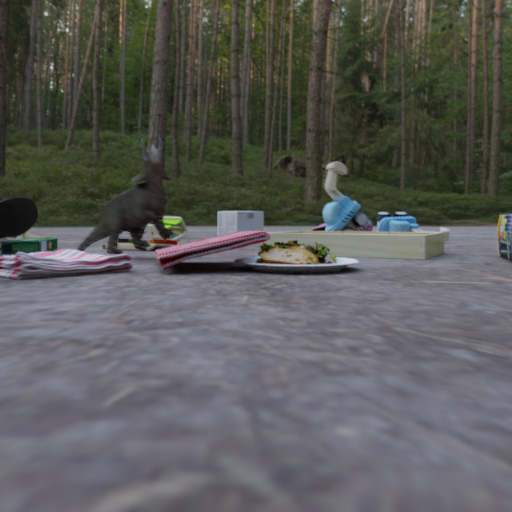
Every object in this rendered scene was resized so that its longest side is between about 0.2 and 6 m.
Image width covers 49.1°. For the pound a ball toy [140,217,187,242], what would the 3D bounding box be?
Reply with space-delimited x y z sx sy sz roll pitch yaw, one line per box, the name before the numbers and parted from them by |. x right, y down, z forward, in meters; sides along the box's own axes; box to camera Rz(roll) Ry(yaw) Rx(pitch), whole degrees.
pound a ball toy | -2.983 -0.674 17.468 1.115 0.726 1.710 -31 19 -27

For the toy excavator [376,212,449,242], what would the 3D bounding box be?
toy excavator | 4.683 -0.727 16.990 1.771 0.910 1.821 -3 17 -10

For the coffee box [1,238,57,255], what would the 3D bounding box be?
coffee box | -4.942 -0.219 12.298 0.834 0.298 1.357 -2 5 -6

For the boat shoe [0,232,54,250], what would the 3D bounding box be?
boat shoe | -5.805 -0.460 13.353 1.965 0.638 0.709 -1 4 -11

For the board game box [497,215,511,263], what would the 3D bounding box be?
board game box | 5.790 -0.293 9.209 3.111 0.882 2.572 1 3 16

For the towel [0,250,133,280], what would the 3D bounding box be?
towel | -3.064 0.049 8.173 1.667 0.341 2.278 -3 5 -43

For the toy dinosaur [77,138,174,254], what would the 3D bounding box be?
toy dinosaur | -2.282 -0.783 10.339 2.618 1.339 1.008 -40 -42 25

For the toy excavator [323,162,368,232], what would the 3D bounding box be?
toy excavator | 2.036 -1.299 13.815 1.587 1.543 0.793 42 -8 -13

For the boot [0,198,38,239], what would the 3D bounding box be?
boot | -6.390 -0.629 12.082 2.535 0.814 2.362 -2 20 28

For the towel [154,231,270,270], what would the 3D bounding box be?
towel | -0.752 -0.120 8.599 1.602 0.249 2.215 -14 5 -10

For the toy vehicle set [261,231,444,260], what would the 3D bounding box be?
toy vehicle set | 2.073 -0.272 11.912 3.418 0.453 2.124 2 4 29

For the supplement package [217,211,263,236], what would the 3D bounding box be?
supplement package | -0.511 -0.926 17.725 0.980 0.973 1.292 -2 5 -32

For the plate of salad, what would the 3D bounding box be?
plate of salad | 0.590 -0.010 8.293 1.834 0.440 1.834 -1 4 0

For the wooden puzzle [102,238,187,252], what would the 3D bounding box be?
wooden puzzle | -2.646 -0.292 13.564 2.463 0.288 1.662 2 4 20

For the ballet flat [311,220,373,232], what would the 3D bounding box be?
ballet flat | 2.386 -0.642 16.382 0.796 0.774 2.238 -25 13 -34
